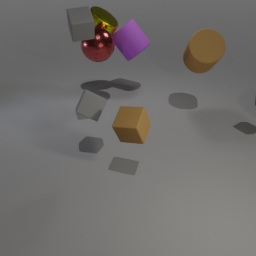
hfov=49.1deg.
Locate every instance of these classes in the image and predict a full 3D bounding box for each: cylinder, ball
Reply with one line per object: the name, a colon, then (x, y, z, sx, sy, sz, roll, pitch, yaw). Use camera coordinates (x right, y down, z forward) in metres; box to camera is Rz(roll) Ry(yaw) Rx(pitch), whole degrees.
cylinder: (-1.372, -4.488, 12.708, 1.400, 1.400, 1.400, 25, 38, -22)
ball: (-1.257, -3.459, 11.675, 1.400, 1.400, 1.400, 0, 29, 0)
cylinder: (3.048, -3.083, 11.377, 1.400, 1.400, 1.400, 1, -5, 1)
cylinder: (0.105, -4.188, 13.381, 1.400, 1.400, 1.400, -37, 15, 12)

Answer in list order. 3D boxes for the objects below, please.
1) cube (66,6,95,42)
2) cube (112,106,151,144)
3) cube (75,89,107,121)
cube: (-1.451, -3.192, 8.612, 0.700, 0.700, 0.700, -13, 62, -13)
cube: (0.107, -0.078, 7.277, 0.700, 0.700, 0.700, 4, 54, 25)
cube: (-1.120, -0.692, 8.420, 0.700, 0.700, 0.700, 24, 5, -15)
